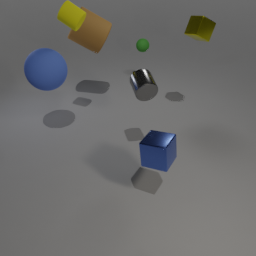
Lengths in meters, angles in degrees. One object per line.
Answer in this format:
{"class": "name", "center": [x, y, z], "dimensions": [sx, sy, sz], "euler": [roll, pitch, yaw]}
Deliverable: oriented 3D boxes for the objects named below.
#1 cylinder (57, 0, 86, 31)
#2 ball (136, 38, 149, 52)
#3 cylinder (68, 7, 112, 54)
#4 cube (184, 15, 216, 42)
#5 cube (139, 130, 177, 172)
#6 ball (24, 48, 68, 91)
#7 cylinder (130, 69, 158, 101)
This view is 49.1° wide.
{"class": "cylinder", "center": [-1.842, -3.669, 9.180], "dimensions": [0.700, 0.700, 0.700], "euler": [32, 33, -8]}
{"class": "ball", "center": [0.773, -4.347, 14.725], "dimensions": [0.700, 0.700, 0.700], "euler": [0, 32, 0]}
{"class": "cylinder", "center": [-1.599, -4.054, 11.673], "dimensions": [1.400, 1.400, 1.400], "euler": [24, 28, -18]}
{"class": "cube", "center": [2.629, -3.632, 10.233], "dimensions": [0.700, 0.700, 0.700], "euler": [12, 14, -34]}
{"class": "cube", "center": [0.756, 0.552, 6.937], "dimensions": [0.700, 0.700, 0.700], "euler": [10, 33, 28]}
{"class": "ball", "center": [-2.742, -1.953, 9.383], "dimensions": [1.400, 1.400, 1.400], "euler": [0, 32, 0]}
{"class": "cylinder", "center": [0.467, -1.282, 8.359], "dimensions": [0.700, 0.700, 0.700], "euler": [-8, 50, -13]}
